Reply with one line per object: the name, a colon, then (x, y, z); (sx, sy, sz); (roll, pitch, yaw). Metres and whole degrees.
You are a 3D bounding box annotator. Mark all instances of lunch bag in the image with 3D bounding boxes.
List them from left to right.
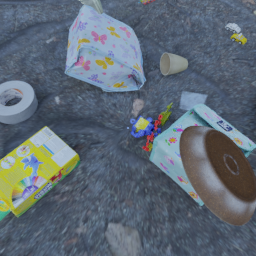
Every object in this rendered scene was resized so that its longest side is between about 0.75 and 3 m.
lunch bag: (-0.721, -2.698, 10.320); (2.832, 1.800, 2.401); (15, 52, -28)
lunch bag: (2.293, 0.562, 8.280); (2.574, 1.569, 2.192); (-37, 65, -24)

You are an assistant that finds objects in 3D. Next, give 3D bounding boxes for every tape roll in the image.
tape roll: (-4.061, -0.928, 9.925); (1.593, 0.526, 1.593); (0, 57, 0)

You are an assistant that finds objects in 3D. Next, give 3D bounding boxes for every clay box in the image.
clay box: (-2.966, 1.336, 8.303); (1.573, 0.652, 2.739); (38, 64, 23)

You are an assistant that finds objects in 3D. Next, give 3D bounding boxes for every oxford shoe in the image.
oxford shoe: (-1.245, -3.742, 7.574); (0.579, 2.005, 0.754); (-27, 72, 13)

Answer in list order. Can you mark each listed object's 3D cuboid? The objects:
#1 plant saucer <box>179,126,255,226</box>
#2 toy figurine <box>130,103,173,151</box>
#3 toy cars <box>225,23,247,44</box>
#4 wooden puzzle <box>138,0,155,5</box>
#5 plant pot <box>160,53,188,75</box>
plant saucer: (1.860, 0.767, 5.385); (2.105, 0.385, 2.105); (26, 44, -28)
toy figurine: (0.614, -0.215, 9.244); (1.079, 0.950, 1.801); (23, 58, 21)
toy cars: (4.761, -4.213, 12.291); (0.627, 0.310, 1.398); (-6, 56, -5)
wooden puzzle: (0.896, -6.313, 13.868); (0.876, 0.062, 0.520); (-29, 61, -18)
plant pot: (1.838, -2.484, 10.882); (0.903, 0.846, 0.846); (-5, 55, -21)
